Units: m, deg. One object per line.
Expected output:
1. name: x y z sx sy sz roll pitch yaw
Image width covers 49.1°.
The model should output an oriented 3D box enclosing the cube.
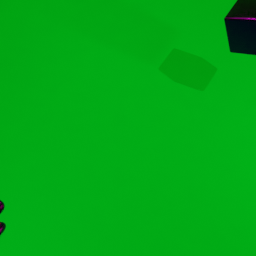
1. cube: 2.915 -2.354 6.325 0.991 0.991 0.991 21 67 39

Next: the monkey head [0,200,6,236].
1. monkey head: -2.218 1.050 3.403 1.282 1.074 1.783 -29 40 -7
